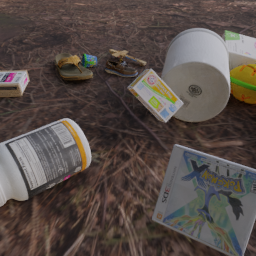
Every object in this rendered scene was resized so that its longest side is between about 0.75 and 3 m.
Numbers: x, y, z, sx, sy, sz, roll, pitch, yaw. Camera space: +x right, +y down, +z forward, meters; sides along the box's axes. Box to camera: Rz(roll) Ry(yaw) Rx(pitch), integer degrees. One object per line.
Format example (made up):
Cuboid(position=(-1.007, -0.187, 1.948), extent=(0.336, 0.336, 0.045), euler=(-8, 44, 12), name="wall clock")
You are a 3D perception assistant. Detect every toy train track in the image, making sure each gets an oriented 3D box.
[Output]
Cuboid(position=(-0.046, -3.124, 12.667), extent=(1.908, 0.310, 1.094), euler=(26, 36, 24), name="toy train track")

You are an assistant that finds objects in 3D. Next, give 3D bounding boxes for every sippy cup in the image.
Cuboid(position=(-1.655, -2.894, 12.117), extent=(0.565, 0.605, 0.771), euler=(-3, 58, -21), name="sippy cup")

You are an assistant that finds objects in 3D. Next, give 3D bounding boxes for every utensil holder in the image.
Cuboid(position=(2.185, -1.754, 9.093), extent=(2.209, 2.209, 2.599), euler=(7, 37, 10), name="utensil holder")

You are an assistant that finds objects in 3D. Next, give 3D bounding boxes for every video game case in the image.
Cuboid(position=(1.475, 1.332, 5.287), extent=(1.773, 1.616, 0.195), euler=(18, 4, 25), name="video game case")

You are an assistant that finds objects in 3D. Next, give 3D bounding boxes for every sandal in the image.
Cuboid(position=(-2.383, -2.681, 11.581), extent=(1.153, 0.775, 2.870), euler=(-17, 39, -22), name="sandal")

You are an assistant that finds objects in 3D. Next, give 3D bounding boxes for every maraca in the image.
Cuboid(position=(4.455, -1.423, 9.487), extent=(2.394, 1.281, 1.641), euler=(15, 26, -1), name="maraca")

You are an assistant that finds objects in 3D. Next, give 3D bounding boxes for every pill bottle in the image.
Cuboid(position=(-2.119, 0.769, 6.272), extent=(2.334, 1.358, 1.358), euler=(-26, 43, -31), name="pill bottle")

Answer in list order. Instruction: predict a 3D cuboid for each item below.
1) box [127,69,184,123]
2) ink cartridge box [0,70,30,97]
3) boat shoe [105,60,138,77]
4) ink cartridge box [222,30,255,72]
Cuboid(position=(0.699, -0.844, 7.273), extent=(0.712, 1.266, 0.642), euler=(-47, 14, -2), name="box")
Cuboid(position=(-4.396, -1.667, 10.404), extent=(1.106, 0.504, 1.343), euler=(-3, 35, -3), name="ink cartridge box")
Cuboid(position=(-0.292, -2.466, 11.497), extent=(1.454, 0.526, 0.525), euler=(13, 38, 17), name="boat shoe")
Cuboid(position=(4.916, -2.531, 10.571), extent=(2.968, 0.999, 1.738), euler=(16, 46, 2), name="ink cartridge box")
